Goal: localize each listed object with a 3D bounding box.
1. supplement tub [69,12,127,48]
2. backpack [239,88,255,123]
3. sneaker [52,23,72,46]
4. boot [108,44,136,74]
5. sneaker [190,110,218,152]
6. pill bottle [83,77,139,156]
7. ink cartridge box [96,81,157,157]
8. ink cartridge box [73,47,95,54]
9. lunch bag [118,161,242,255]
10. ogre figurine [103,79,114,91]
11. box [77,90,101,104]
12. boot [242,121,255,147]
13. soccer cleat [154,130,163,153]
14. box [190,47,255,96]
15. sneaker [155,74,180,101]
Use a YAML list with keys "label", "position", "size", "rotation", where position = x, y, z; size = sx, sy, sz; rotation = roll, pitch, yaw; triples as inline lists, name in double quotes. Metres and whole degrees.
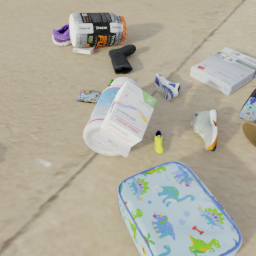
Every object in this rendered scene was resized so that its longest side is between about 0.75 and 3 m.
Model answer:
- label: "supplement tub"
  position: [-1.555, -5.077, 14.478]
  size: [2.726, 1.670, 1.670]
  rotation: [-9, 45, -18]
- label: "backpack"
  position: [5.074, -0.661, 10.451]
  size: [1.399, 1.277, 0.941]
  rotation: [30, 59, 13]
- label: "sneaker"
  position: [-2.906, -5.227, 15.215]
  size: [2.489, 1.039, 1.004]
  rotation: [-26, 50, -25]
- label: "boot"
  position: [-0.103, -3.332, 13.563]
  size: [1.468, 0.585, 1.782]
  rotation: [-18, 42, -2]
- label: "sneaker"
  position: [2.716, 0.086, 10.077]
  size: [0.947, 0.779, 2.058]
  rotation: [2, 36, 13]
- label: "pill bottle"
  position: [-0.416, -0.524, 9.996]
  size: [1.565, 1.565, 2.878]
  rotation: [9, 46, 9]
- label: "ink cartridge box"
  position: [-0.009, -0.279, 8.340]
  size: [1.172, 0.674, 2.002]
  rotation: [32, 57, -14]
- label: "ink cartridge box"
  position: [-2.270, -4.117, 14.664]
  size: [0.954, 0.213, 0.841]
  rotation: [11, 32, 10]
- label: "lunch bag"
  position: [1.244, 2.378, 7.273]
  size: [2.384, 1.223, 2.965]
  rotation: [-20, 48, -18]
- label: "ogre figurine"
  position: [-0.765, -1.650, 11.715]
  size: [0.409, 0.499, 0.833]
  rotation: [6, 52, -34]
- label: "box"
  position: [-1.639, -1.303, 11.801]
  size: [0.890, 0.177, 0.609]
  rotation: [10, 45, 10]
- label: "boot"
  position: [5.284, 0.129, 9.860]
  size: [2.123, 0.814, 1.648]
  rotation: [33, 55, 27]
- label: "soccer cleat"
  position: [1.076, 0.475, 9.822]
  size: [0.306, 0.396, 0.946]
  rotation: [0, 44, 0]
- label: "box"
  position: [4.592, -2.698, 12.958]
  size: [2.743, 0.565, 2.139]
  rotation: [-32, 52, -30]
- label: "sneaker"
  position: [1.772, -1.768, 12.072]
  size: [0.816, 0.571, 1.412]
  rotation: [-15, 53, -20]
